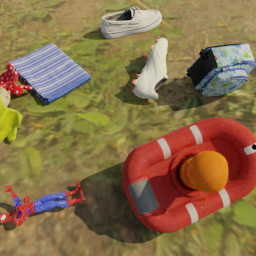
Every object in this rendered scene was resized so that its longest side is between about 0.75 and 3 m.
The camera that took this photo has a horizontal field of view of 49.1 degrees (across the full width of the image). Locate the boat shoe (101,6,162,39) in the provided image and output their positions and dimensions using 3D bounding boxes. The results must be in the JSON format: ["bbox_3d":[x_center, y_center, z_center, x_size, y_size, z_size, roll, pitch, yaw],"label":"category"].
[{"bbox_3d":[0.136,-3.682,9.395,2.220,0.730,0.799,-17,56,-12],"label":"boat shoe"}]

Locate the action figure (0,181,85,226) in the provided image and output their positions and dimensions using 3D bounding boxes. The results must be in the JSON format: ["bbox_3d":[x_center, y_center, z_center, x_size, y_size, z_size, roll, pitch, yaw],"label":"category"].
[{"bbox_3d":[-1.827,1.390,5.670,1.711,0.847,0.558,-21,28,-12],"label":"action figure"}]

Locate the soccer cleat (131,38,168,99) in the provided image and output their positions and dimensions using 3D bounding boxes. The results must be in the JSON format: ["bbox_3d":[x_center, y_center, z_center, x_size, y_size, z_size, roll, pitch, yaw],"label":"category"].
[{"bbox_3d":[0.819,-1.679,8.006,0.836,0.747,2.155,21,64,9],"label":"soccer cleat"}]

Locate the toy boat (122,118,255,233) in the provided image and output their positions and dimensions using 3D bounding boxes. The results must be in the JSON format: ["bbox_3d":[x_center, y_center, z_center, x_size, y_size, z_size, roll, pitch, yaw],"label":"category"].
[{"bbox_3d":[1.308,0.812,5.182,2.718,1.776,1.774,-23,84,-10],"label":"toy boat"}]

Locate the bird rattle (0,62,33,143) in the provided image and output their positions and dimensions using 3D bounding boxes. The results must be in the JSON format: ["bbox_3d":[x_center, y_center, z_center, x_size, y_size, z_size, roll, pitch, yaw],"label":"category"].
[{"bbox_3d":[-3.501,-0.662,7.051,1.774,1.226,2.176,-18,52,7],"label":"bird rattle"}]

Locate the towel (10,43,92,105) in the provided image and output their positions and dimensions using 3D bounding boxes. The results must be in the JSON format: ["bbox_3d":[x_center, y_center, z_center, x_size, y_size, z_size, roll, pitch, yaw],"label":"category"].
[{"bbox_3d":[-2.305,-1.697,8.258,1.582,0.261,2.185,-35,61,-24],"label":"towel"}]

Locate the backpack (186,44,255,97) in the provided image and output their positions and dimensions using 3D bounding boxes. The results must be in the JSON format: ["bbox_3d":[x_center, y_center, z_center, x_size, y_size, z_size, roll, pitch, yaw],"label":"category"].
[{"bbox_3d":[2.574,-1.516,7.498,1.501,1.373,1.103,-14,77,-13],"label":"backpack"}]
